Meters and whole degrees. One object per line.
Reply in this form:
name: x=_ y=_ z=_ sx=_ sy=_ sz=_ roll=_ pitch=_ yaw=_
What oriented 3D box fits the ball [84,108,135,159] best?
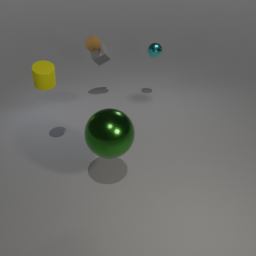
ball: x=-0.510 y=0.152 z=7.814 sx=1.400 sy=1.400 sz=1.400 roll=0 pitch=31 yaw=0

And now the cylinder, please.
cylinder: x=-2.715 y=-1.692 z=9.057 sx=0.700 sy=0.700 sz=0.700 roll=5 pitch=49 yaw=-6

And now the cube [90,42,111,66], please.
cube: x=-1.351 y=-3.579 z=13.547 sx=0.700 sy=0.700 sz=0.700 roll=-24 pitch=71 yaw=15

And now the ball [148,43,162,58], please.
ball: x=1.294 y=-3.701 z=13.370 sx=0.700 sy=0.700 sz=0.700 roll=0 pitch=31 yaw=0

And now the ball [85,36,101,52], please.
ball: x=-1.603 y=-3.846 z=12.768 sx=0.700 sy=0.700 sz=0.700 roll=0 pitch=31 yaw=0
